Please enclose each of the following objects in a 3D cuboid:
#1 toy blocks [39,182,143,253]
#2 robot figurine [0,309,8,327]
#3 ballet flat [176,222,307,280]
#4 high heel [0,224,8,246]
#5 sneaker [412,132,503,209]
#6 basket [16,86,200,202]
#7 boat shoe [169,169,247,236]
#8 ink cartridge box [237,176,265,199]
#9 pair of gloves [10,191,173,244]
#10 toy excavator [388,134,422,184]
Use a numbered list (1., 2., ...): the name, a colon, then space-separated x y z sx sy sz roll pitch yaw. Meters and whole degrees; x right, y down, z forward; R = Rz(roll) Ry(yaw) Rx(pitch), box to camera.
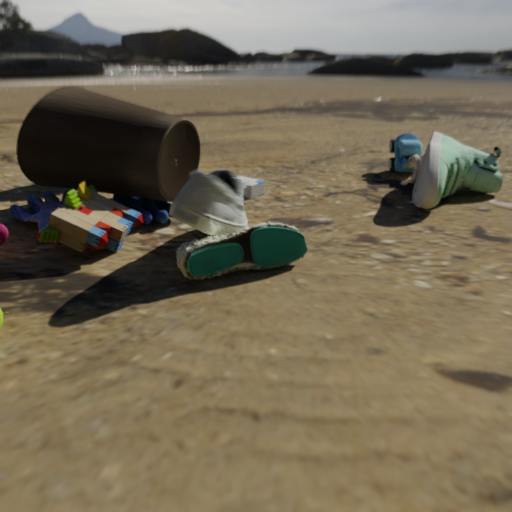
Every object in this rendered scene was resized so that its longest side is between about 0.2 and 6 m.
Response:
1. toy blocks: -2.829 -0.549 10.035 1.240 0.907 1.814 25 27 -2
2. robot figurine: -3.647 0.850 7.096 0.796 0.525 0.907 15 27 32
3. ballet flat: -0.273 -0.154 9.205 2.262 0.812 0.812 -8 23 -25
4. high heel: -5.178 -0.086 8.961 2.189 0.737 1.050 -9 13 -9
5. sneaker: 4.774 -1.866 12.946 1.936 1.208 3.282 21 37 11
6. basket: -2.915 -2.269 11.848 3.043 2.069 2.743 15 41 21
7. boat shoe: -0.607 -0.995 9.972 1.045 1.066 2.995 28 8 8
8. ink cartridge box: -0.275 -1.648 13.445 0.816 0.345 0.590 18 28 34
9. pair of gloves: -3.267 -1.036 11.923 3.584 0.408 2.882 -12 27 -24
10. toy excavator: 4.109 -2.585 14.944 0.814 1.584 1.629 1 -6 1
